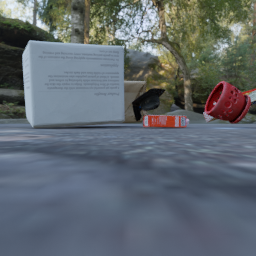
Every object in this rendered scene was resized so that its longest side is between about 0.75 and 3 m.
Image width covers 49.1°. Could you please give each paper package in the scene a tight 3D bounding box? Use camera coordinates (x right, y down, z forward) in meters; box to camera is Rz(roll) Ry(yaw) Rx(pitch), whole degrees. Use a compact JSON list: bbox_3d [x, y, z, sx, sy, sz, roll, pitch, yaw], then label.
[{"bbox_3d":[-0.984,-0.887,10.598,2.736,1.485,2.870,-4,2,-21],"label":"paper package"}]

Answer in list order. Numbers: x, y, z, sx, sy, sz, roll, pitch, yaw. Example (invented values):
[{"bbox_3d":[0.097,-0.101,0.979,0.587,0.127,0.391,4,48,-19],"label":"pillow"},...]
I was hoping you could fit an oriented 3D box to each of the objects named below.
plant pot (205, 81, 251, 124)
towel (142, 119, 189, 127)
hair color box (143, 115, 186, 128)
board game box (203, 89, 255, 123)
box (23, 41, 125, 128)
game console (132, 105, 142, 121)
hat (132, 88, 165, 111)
[{"bbox_3d":[2.314,-0.541,6.484,0.770,0.846,0.846,27,-2,-5],"label":"plant pot"},{"bbox_3d":[1.273,-0.138,9.004,1.339,0.274,1.830,0,4,14],"label":"towel"},{"bbox_3d":[0.908,-0.152,6.956,0.953,0.304,0.528,0,-2,-12],"label":"hair color box"},{"bbox_3d":[3.161,-0.673,8.284,1.539,0.356,1.166,-17,-13,-9],"label":"board game box"},{"bbox_3d":[-1.530,-1.120,7.499,2.280,1.963,2.292,-4,8,-23],"label":"box"},{"bbox_3d":[0.338,-0.644,8.236,0.116,0.566,0.960,-5,-25,-18],"label":"game console"},{"bbox_3d":[0.577,-0.652,7.168,0.933,0.376,0.933,-19,-16,-6],"label":"hat"}]
